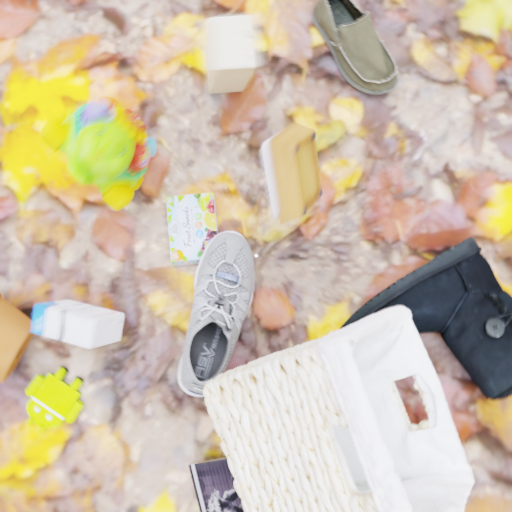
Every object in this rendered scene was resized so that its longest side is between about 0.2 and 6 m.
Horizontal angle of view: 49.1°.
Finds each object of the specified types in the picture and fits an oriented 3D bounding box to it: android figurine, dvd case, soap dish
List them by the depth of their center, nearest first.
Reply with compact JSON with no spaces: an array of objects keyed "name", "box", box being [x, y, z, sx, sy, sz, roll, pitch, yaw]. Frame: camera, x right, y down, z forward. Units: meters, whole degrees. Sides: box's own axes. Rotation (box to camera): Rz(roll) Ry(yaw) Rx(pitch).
[{"name":"soap dish","box":[0.610,-1.331,8.949,0.554,1.073,1.364,4,118,27]},{"name":"dvd case","box":[-0.355,4.076,9.174,0.162,2.034,1.512,-5,72,-41]},{"name":"android figurine","box":[-3.714,2.655,10.268,1.070,0.241,1.175,33,77,7]}]

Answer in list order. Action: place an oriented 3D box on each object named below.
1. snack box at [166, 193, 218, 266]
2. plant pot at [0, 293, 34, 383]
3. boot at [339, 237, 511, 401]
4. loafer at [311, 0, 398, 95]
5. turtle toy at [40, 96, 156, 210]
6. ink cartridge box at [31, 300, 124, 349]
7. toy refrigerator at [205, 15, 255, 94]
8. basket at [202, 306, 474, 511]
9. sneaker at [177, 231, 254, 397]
[{"name":"snack box","box":[-1.239,-0.525,10.989,0.952,0.355,1.339,-7,76,-2]},{"name":"plant pot","box":[-4.726,1.478,9.935,1.169,1.669,1.669,27,77,-10]},{"name":"boot","box":[3.496,1.461,10.031,3.202,1.223,2.690,-29,74,-13]},{"name":"loafer","box":[2.034,-4.503,11.687,0.986,0.914,2.623,-34,78,-8]},{"name":"turtle toy","box":[-2.656,-1.954,10.033,1.376,2.721,1.983,-39,110,14]},{"name":"ink cartridge box","box":[-3.057,1.151,9.653,1.242,0.909,0.533,12,95,20]},{"name":"toy refrigerator","box":[-0.507,-3.757,10.671,0.825,2.359,0.896,-6,97,-6]},{"name":"basket","box":[1.309,2.681,8.328,2.516,3.128,3.100,-24,81,27]},{"name":"sneaker","box":[-0.606,1.030,10.046,1.155,1.267,3.090,11,80,-9]}]
